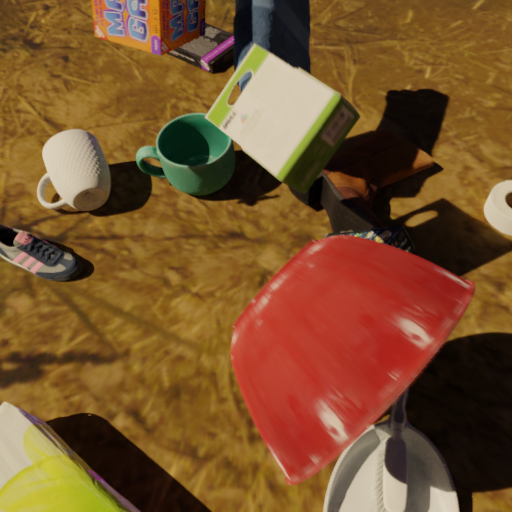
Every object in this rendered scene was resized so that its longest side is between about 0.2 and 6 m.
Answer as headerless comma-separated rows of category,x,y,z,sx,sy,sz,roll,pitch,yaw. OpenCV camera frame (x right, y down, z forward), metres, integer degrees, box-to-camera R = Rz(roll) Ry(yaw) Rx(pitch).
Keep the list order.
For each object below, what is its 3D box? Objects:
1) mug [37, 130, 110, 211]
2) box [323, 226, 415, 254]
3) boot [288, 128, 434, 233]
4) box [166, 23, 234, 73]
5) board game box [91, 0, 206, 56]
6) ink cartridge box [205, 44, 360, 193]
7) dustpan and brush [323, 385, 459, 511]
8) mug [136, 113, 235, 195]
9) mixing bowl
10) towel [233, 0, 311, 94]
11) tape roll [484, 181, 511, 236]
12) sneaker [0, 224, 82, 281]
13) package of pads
mug,-3.502,-1.455,10.653,1.489,1.099,1.305,-30,63,4
box,1.251,0.377,8.891,2.142,0.493,1.702,-45,23,-30
boot,2.388,-1.276,10.782,2.756,0.944,2.594,-26,48,-27
box,-1.447,-5.351,14.094,1.932,0.349,1.381,31,57,20
board game box,-1.496,-3.689,7.903,1.170,1.169,1.169,21,42,18
ink cartridge box,0.301,-1.812,7.280,1.664,0.630,1.230,44,105,32
dustpan and brush,1.876,2.627,7.602,1.717,0.704,2.461,8,52,6
mug,-1.255,-1.926,10.899,1.731,1.070,1.422,18,61,17
mixing bowl,0.718,0.772,5.718,1.454,2.684,2.684,43,62,8
towel,0.232,-3.866,9.196,0.815,1.875,3.358,-6,74,28
tape roll,4.923,-0.897,10.561,1.135,0.397,1.135,0,52,0
sneaker,-3.855,-0.071,9.726,1.682,0.690,0.590,16,54,12
package of pads,-2.802,3.504,6.691,3.088,1.053,2.385,31,58,22
